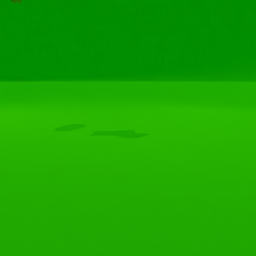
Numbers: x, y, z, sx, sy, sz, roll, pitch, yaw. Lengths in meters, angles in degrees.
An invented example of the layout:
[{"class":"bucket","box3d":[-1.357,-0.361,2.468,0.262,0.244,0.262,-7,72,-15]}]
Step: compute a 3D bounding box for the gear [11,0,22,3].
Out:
[{"class":"gear","box3d":[-3.346,-3.771,7.414,1.140,0.211,1.140,34,23,-17]}]
